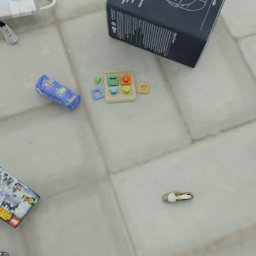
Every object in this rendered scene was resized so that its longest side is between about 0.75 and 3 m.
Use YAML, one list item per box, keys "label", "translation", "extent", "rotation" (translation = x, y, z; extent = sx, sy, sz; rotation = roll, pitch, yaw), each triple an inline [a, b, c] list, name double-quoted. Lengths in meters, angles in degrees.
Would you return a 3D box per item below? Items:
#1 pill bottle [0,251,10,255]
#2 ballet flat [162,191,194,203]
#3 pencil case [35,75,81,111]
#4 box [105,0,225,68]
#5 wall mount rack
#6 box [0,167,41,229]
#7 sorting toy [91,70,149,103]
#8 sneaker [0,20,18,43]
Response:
- label: "pill bottle"
  translation: [-3.159, 3.172, 6.566]
  extent: [1.024, 0.544, 0.544]
  rotation: [7, 75, 2]
- label: "ballet flat"
  translation: [1.272, 1.740, 7.081]
  extent: [0.815, 0.307, 0.276]
  rotation: [-4, 78, -1]
- label: "pencil case"
  translation: [-1.947, -0.965, 7.712]
  extent: [1.303, 0.508, 0.566]
  rotation: [30, 49, 8]
- label: "box"
  translation: [1.076, -3.336, 7.848]
  extent: [2.819, 1.509, 2.092]
  rotation: [23, 76, 6]
- label: "wall mount rack"
  translation: [-3.623, -4.149, 8.304]
  extent: [2.694, 1.004, 2.341]
  rotation: [-16, 58, -11]
- label: "box"
  translation: [-2.939, 1.628, 6.715]
  extent: [1.355, 0.270, 0.927]
  rotation: [42, 67, -17]
- label: "sorting toy"
  translation: [-0.226, -1.210, 7.936]
  extent: [1.669, 0.227, 0.940]
  rotation: [-5, 75, -2]
- label: "sneaker"
  translation: [-3.623, -2.867, 8.333]
  extent: [0.311, 0.341, 0.831]
  rotation: [-41, 78, -10]
